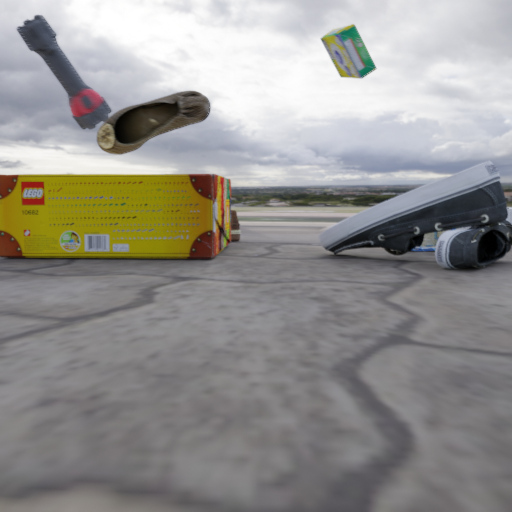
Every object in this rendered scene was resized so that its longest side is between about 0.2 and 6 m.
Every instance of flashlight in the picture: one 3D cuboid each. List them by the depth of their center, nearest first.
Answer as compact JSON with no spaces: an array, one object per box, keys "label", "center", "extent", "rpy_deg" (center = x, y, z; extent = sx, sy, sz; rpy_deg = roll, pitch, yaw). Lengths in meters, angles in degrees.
[{"label":"flashlight","center":[-3.266,-3.104,9.553],"extent":[0.655,1.935,0.658],"rpy_deg":[-13,41,23]}]

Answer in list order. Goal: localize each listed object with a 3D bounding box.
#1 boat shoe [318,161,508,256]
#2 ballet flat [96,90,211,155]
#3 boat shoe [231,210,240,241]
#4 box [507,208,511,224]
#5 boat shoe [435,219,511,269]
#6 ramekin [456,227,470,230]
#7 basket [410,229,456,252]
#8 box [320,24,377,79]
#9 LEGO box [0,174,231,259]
[{"label":"boat shoe","center":[2.260,-0.472,8.530],"extent":[3.038,0.860,1.043],"rpy_deg":[-23,-3,41]},{"label":"ballet flat","center":[-2.000,-2.456,10.257],"extent":[2.489,0.839,0.577],"rpy_deg":[-10,4,24]},{"label":"boat shoe","center":[-1.126,-0.799,12.945],"extent":[0.812,0.813,2.199],"rpy_deg":[-6,9,-44]},{"label":"box","center":[5.150,-0.627,11.669],"extent":[0.493,0.750,0.754],"rpy_deg":[-1,6,-6]},{"label":"boat shoe","center":[3.270,-0.150,7.918],"extent":[1.986,0.682,0.562],"rpy_deg":[-15,16,-41]},{"label":"ramekin","center":[4.292,-0.445,11.373],"extent":[0.924,0.451,0.924],"rpy_deg":[-1,6,0]},{"label":"basket","center":[2.971,-0.577,9.977],"extent":[1.271,1.002,1.441],"rpy_deg":[0,-3,-4]},{"label":"box","center":[1.716,-3.906,10.772],"extent":[0.385,0.933,1.590],"rpy_deg":[-32,19,5]},{"label":"LEGO box","center":[-2.276,-0.740,9.841],"extent":[3.483,1.344,2.594],"rpy_deg":[0,6,2]}]
